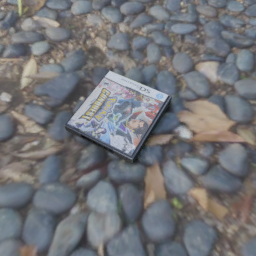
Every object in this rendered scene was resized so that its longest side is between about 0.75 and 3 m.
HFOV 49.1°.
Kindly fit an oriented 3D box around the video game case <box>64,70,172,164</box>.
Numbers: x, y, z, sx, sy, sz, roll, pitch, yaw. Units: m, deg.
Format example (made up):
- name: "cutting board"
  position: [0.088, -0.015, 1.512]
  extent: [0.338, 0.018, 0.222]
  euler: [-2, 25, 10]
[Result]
- name: "video game case"
  position: [-0.210, -0.403, 7.373]
  extent: [1.994, 0.281, 2.206]
  euler: [26, 61, 15]
